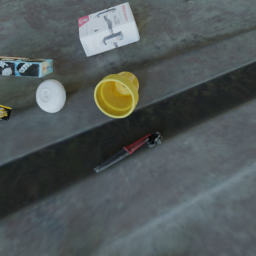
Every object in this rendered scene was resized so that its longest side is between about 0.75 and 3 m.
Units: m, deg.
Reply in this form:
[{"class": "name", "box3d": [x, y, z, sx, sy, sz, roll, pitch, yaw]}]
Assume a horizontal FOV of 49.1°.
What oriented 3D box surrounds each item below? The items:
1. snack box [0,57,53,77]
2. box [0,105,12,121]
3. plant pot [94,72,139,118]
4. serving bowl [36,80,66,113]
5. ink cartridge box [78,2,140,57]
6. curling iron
[{"class": "snack box", "box3d": [-3.791, -1.976, 8.861, 2.482, 0.460, 1.442, 3, 18, -2]}, {"class": "box", "box3d": [-3.983, -0.518, 7.134, 1.582, 1.263, 0.390, 5, 81, 36]}, {"class": "plant pot", "box3d": [-0.218, -1.086, 8.252, 1.224, 1.224, 1.151, 14, 35, 12]}, {"class": "serving bowl", "box3d": [-2.318, -0.941, 8.201, 0.980, 0.980, 0.322, 24, 11, 19]}, {"class": "ink cartridge box", "box3d": [-0.719, -3.616, 10.252, 2.018, 0.856, 1.469, -15, 50, 4]}, {"class": "curling iron", "box3d": [0.047, 0.586, 7.254, 2.078, 0.266, 0.515, -25, 17, -21]}]
